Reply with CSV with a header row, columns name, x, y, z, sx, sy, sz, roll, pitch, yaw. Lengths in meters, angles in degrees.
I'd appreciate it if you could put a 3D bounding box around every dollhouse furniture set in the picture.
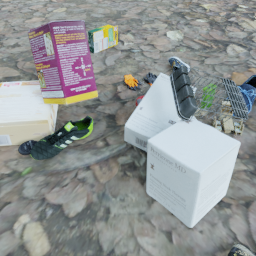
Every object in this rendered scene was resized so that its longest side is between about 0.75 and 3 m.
name,x,y,z,sx,sy,sz,roll,pitch,yaw
dollhouse furniture set,2.462,-1.773,12.238,1.304,1.007,2.610,-29,47,-32
dollhouse furniture set,3.802,-0.379,10.638,1.023,0.776,1.168,6,38,7

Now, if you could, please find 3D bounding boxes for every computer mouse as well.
name,x,y,z,sx,sy,sz,roll,pitch,yaw
computer mouse,-3.000,0.609,9.814,1.627,0.277,0.477,-13,64,-27

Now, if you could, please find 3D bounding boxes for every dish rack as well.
name,x,y,z,sx,sy,sz,roll,pitch,yaw
dish rack,2.426,-0.917,8.201,2.269,0.619,1.741,10,56,-22

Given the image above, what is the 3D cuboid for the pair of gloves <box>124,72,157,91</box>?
name,x,y,z,sx,sy,sz,roll,pitch,yaw
pair of gloves,0.689,-2.292,13.587,1.706,0.211,1.520,-6,38,-9

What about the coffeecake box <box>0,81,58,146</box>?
name,x,y,z,sx,sy,sz,roll,pitch,yaw
coffeecake box,-3.965,-0.683,10.781,2.244,1.068,2.924,-4,38,-5

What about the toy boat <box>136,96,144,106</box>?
name,x,y,z,sx,sy,sz,roll,pitch,yaw
toy boat,1.143,-1.230,11.465,1.640,1.072,1.070,-11,40,-10

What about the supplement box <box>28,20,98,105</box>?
name,x,y,z,sx,sy,sz,roll,pitch,yaw
supplement box,-2.221,-2.180,9.592,1.337,2.591,1.696,-20,19,-38

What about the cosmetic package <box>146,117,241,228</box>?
name,x,y,z,sx,sy,sz,roll,pitch,yaw
cosmetic package,1.671,1.125,7.633,1.710,2.056,1.720,-28,44,-32

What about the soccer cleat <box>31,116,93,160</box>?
name,x,y,z,sx,sy,sz,roll,pitch,yaw
soccer cleat,-2.223,0.260,9.556,2.397,0.972,0.809,-30,68,-33

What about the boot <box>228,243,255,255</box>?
name,x,y,z,sx,sy,sz,roll,pitch,yaw
boot,2.666,3.264,6.170,0.975,0.474,1.295,-26,41,-31

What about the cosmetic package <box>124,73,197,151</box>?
name,x,y,z,sx,sy,sz,roll,pitch,yaw
cosmetic package,1.084,-0.461,9.279,1.444,1.038,2.560,25,61,12

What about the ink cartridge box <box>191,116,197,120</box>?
name,x,y,z,sx,sy,sz,roll,pitch,yaw
ink cartridge box,1.716,-0.309,10.555,1.240,0.702,1.691,-13,39,-10

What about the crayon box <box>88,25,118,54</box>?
name,x,y,z,sx,sy,sz,roll,pitch,yaw
crayon box,-1.464,-5.350,16.696,0.506,1.233,1.961,30,46,33

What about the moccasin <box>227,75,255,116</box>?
name,x,y,z,sx,sy,sz,roll,pitch,yaw
moccasin,4.892,-1.483,11.922,1.116,0.946,2.775,18,41,22

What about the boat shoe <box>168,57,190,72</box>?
name,x,y,z,sx,sy,sz,roll,pitch,yaw
boat shoe,2.483,-3.266,14.564,0.670,0.522,1.476,-21,44,-31
